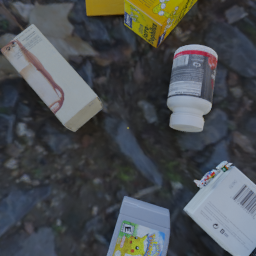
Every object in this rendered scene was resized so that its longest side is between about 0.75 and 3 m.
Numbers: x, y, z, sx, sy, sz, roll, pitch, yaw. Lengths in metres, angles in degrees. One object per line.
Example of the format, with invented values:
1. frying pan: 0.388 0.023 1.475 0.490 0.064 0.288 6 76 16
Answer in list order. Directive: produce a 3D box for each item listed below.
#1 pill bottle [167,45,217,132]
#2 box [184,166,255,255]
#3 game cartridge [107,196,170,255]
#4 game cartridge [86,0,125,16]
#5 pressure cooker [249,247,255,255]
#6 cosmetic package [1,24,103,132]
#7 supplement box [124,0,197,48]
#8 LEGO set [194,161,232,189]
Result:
1. pill bottle: 1.765 -1.060 7.860 1.227 1.227 2.217 10 80 2
2. box: 2.692 2.158 7.357 1.671 1.098 1.679 43 83 7
3. game cartridge: 0.288 3.155 7.541 1.515 0.460 2.272 17 81 -1
4. game cartridge: -0.696 -4.096 8.700 1.262 0.205 1.112 -3 107 -2
5. pressure cooker: 4.044 3.445 6.418 2.230 2.497 2.196 43 83 8
6. cosmetic package: -2.046 -1.324 7.837 1.180 1.398 2.705 -41 81 -5
7. supplement box: 1.151 -3.930 8.295 1.363 1.354 2.488 39 82 6
8. LEGO set: 2.190 1.151 7.333 1.035 1.386 0.340 -40 80 2
